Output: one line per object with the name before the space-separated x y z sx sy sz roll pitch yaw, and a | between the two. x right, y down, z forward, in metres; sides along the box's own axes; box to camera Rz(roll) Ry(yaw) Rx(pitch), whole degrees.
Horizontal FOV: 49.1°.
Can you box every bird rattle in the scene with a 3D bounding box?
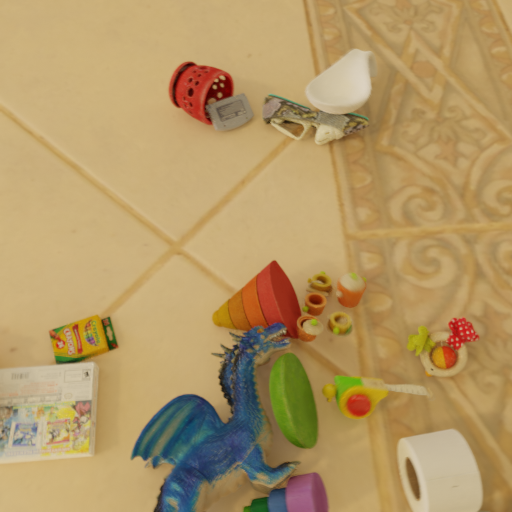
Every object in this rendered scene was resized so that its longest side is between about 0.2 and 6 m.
bird rattle | 3.261 1.597 9.722 1.212 0.683 0.988 -8 85 1

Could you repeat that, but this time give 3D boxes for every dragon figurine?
dragon figurine | -0.972 3.036 8.477 4.726 1.391 2.350 -38 68 -18

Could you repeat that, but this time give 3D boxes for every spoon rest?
spoon rest | 1.936 -3.729 11.807 1.293 0.789 2.602 16 42 20

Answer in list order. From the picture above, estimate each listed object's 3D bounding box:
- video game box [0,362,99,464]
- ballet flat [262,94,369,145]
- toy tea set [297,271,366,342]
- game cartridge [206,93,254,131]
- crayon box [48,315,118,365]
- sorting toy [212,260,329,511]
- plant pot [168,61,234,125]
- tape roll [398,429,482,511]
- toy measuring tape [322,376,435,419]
video game box | -3.484 2.591 9.281 1.650 0.386 1.503 -4 60 -2
ballet flat | 1.208 -2.816 12.010 2.317 0.834 0.834 16 63 8
toy tea set | 1.295 0.792 9.728 1.052 0.655 1.769 14 40 11
game cartridge | -0.555 -3.105 12.198 0.974 0.199 0.648 -25 93 -23
crayon box | -3.057 1.482 9.928 1.066 0.271 0.677 -19 64 -10
sorting toy | 0.065 2.204 9.186 1.487 1.497 4.319 -17 59 17
plant pot | -1.218 -3.543 12.105 1.067 1.172 1.172 27 65 23
tape roll | 2.737 3.296 8.450 0.827 1.204 1.204 -8 63 -5
toy measuring tape | 1.974 2.382 9.220 1.858 0.684 0.684 8 62 -7
